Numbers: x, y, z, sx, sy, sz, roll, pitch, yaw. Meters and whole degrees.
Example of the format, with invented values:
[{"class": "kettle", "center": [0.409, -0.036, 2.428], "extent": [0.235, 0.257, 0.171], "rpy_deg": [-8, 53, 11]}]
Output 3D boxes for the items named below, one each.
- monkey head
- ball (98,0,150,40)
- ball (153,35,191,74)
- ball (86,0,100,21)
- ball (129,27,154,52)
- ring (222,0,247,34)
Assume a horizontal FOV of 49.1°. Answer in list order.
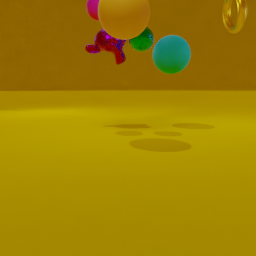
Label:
[{"class": "monkey head", "center": [-0.602, -3.045, 10.335], "extent": [1.803, 1.297, 1.086], "rpy_deg": [-36, 41, -23]}, {"class": "ball", "center": [-0.101, -3.040, 7.347], "extent": [1.375, 1.375, 1.375], "rpy_deg": [0, 8, 0]}, {"class": "ball", "center": [1.566, -2.637, 10.094], "extent": [1.352, 1.352, 1.352], "rpy_deg": [0, 8, 0]}, {"class": "ball", "center": [-0.945, -3.891, 9.039], "extent": [0.788, 0.788, 0.788], "rpy_deg": [0, 8, 0]}, {"class": "ball", "center": [0.412, -2.762, 8.673], "extent": [0.777, 0.777, 0.777], "rpy_deg": [0, 8, 0]}, {"class": "ring", "center": [3.236, -3.547, 8.566], "extent": [0.252, 1.261, 1.261], "rpy_deg": [-10, 9, -4]}]
